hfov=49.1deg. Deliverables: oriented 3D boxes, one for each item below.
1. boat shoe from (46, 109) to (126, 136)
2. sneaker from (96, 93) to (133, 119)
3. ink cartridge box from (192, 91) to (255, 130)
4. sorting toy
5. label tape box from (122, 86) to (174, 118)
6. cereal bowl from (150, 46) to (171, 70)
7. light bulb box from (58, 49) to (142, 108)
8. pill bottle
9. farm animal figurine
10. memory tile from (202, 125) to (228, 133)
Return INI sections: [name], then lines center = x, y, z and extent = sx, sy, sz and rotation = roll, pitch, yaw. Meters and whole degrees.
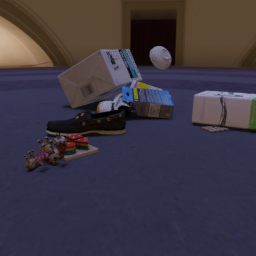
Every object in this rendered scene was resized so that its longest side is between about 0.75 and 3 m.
[boat shoe]
center = -1.458, -0.224, 9.866
extent = 2.802, 0.878, 1.025
rotation = -3, 17, -7
[sneaker]
center = -0.255, -0.794, 12.068
extent = 1.113, 0.961, 2.540
rotation = 19, 30, 24
[ink cartridge box]
center = 4.111, -0.759, 11.043
extent = 2.709, 1.138, 1.971
rotation = 8, 15, 27
[sorting toy]
center = -1.594, 0.507, 8.100
extent = 1.077, 0.375, 1.070
rotation = -13, 21, -40
[label tape box]
center = 0.791, -1.155, 12.418
extent = 2.178, 0.689, 1.570
rotation = 5, 30, -4
[cereal bowl]
center = 1.723, -3.602, 14.137
extent = 1.240, 1.240, 0.516
rotation = -12, -10, -37
[light bulb box]
center = -1.355, -2.589, 14.468
extent = 2.965, 1.867, 2.991
rotation = -22, 3, 32
[pill bottle]
center = 1.036, -1.561, 13.774
extent = 1.987, 1.036, 1.036
rotation = 18, 17, 1
[farm animal figurine]
center = -2.089, 0.665, 7.229
extent = 1.091, 0.569, 1.079
rotation = -17, 28, -12
[memory tile]
center = 3.213, 0.029, 10.366
extent = 0.833, 0.070, 0.639
rotation = -7, 17, -22
